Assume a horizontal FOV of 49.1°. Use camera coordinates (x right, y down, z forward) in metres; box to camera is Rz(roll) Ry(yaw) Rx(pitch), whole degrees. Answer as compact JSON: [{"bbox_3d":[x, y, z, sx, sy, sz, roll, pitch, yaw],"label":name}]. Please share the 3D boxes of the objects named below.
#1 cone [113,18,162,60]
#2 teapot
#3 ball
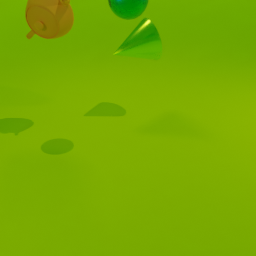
[{"bbox_3d":[0.128,-2.308,7.967,1.231,1.226,1.226,-25,36,-14],"label":"cone"},{"bbox_3d":[-1.859,-2.635,6.573,1.848,1.149,0.905,-24,32,38],"label":"teapot"},{"bbox_3d":[0.004,-2.491,5.352,0.787,0.787,0.787,0,30,0],"label":"ball"}]
